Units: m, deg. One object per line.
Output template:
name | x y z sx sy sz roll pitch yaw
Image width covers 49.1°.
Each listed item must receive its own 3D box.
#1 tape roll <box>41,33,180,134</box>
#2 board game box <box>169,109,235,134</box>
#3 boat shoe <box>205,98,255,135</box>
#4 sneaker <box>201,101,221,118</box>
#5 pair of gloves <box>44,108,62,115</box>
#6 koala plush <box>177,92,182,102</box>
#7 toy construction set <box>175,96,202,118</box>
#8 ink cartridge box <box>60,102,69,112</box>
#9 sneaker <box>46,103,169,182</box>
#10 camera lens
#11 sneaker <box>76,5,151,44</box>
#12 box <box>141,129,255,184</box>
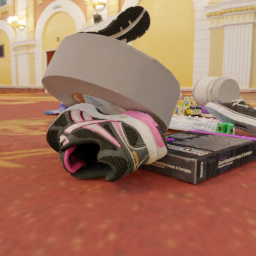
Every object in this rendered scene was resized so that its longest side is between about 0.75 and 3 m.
tape roll | -0.309 -0.704 5.393 2.516 0.831 2.516 20 -13 5
board game box | 2.271 -0.294 9.798 2.777 0.359 2.777 8 11 19
boat shoe | 3.409 -0.474 8.481 0.855 0.791 2.317 42 -7 -34
sneaker | 3.938 -0.860 12.655 0.762 0.789 1.891 -5 10 -30
pair of gloves | -3.283 -0.818 14.301 1.441 0.204 1.792 7 12 29
koala plush | 0.985 -1.754 13.945 2.554 2.646 2.880 -9 25 -41
toy construction set | 2.507 -0.818 12.457 1.271 0.893 1.938 8 23 42
ink cartridge box | -2.411 -1.027 13.479 1.256 0.703 1.841 18 20 34
sneaker | -0.791 0.258 4.898 2.853 1.146 1.232 -3 23 48
camera lens | 5.298 -2.154 17.092 1.906 1.906 2.382 -4 10 -25
sneaker | -0.753 -2.524 8.217 2.946 1.086 1.179 -27 19 -4
box | 1.354 0.439 5.633 2.520 0.455 1.801 -6 10 -40
